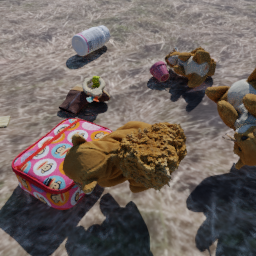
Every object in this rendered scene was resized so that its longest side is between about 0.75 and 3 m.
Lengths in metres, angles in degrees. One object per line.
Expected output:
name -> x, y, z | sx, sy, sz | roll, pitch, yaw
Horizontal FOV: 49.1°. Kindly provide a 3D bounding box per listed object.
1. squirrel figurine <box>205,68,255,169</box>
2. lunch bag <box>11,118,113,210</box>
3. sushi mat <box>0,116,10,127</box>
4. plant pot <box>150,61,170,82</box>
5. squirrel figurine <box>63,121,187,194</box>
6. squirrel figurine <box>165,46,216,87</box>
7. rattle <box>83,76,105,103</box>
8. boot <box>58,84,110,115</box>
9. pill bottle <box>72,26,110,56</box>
squirrel figurine -> 3.815, 0.019, 8.422 | 2.015, 2.848, 2.658 | -20, 50, 28
lunch bag -> -2.042, 0.934, 8.995 | 2.638, 1.227, 2.995 | 19, 44, 27
sushi mat -> -5.365, -0.216, 11.073 | 1.314, 0.080, 0.629 | -5, 41, -6
plant pot -> 1.567, -2.645, 13.368 | 0.835, 0.835, 0.748 | -18, 59, -20
squirrel figurine -> -0.092, 0.651, 6.940 | 2.728, 2.923, 2.069 | 3, 75, -46
squirrel figurine -> 2.984, -3.130, 13.585 | 2.332, 1.650, 2.177 | -16, 31, -38
rattle -> -1.395, -1.377, 11.861 | 0.989, 1.086, 1.520 | -6, 56, -18
boot -> -1.817, -1.078, 11.814 | 1.827, 0.661, 1.519 | 17, 56, 17
pill bottle -> -2.017, -4.914, 15.607 | 1.171, 1.171, 2.065 | 27, 47, 28
